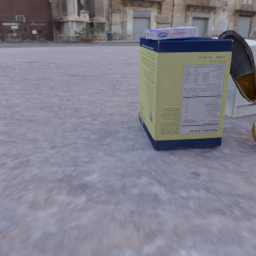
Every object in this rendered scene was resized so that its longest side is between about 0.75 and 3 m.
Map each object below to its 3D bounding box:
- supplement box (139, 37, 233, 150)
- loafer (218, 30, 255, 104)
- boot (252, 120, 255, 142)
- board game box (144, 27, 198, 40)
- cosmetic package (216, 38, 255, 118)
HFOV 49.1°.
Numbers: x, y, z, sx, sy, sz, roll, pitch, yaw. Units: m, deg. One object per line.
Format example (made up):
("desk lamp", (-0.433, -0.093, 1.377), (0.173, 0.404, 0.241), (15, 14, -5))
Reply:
("supplement box", (1.221, -1.003, 6.976), (1.589, 2.364, 2.367), (-2, 19, -6))
("loafer", (2.782, -1.459, 6.807), (0.709, 1.948, 0.704), (-27, 26, 27))
("boot", (4.171, -0.276, 6.121), (2.321, 0.836, 1.795), (-30, 14, -19))
("board game box", (0.884, -2.020, 5.948), (0.911, 0.188, 0.913), (-8, 22, -10))
("cosmetic package", (3.330, -1.777, 9.286), (1.350, 2.196, 2.189), (-8, 24, -21))
